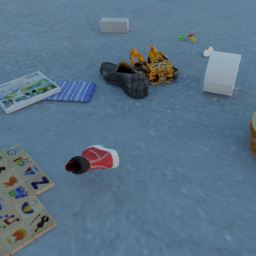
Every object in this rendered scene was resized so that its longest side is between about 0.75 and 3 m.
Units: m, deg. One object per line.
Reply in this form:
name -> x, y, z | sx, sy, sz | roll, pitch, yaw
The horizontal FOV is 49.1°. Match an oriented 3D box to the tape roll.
tape roll -> 3.119, -1.813, 9.304 | 0.931, 1.356, 1.356 | 15, 39, 19

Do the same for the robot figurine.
robot figurine -> 0.918, -2.396, 10.675 | 1.702, 0.683, 2.347 | -11, 37, -13

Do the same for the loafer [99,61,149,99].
loafer -> -0.162, -1.947, 9.865 | 0.912, 0.906, 2.506 | -26, 43, -31

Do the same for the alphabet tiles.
alphabet tiles -> -2.797, 1.490, 5.837 | 2.343, 0.106, 2.802 | -27, 44, -33

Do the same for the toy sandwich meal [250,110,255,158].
toy sandwich meal -> 4.420, 0.395, 6.672 | 2.999, 1.027, 2.999 | 4, 36, -3

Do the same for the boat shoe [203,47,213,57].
boat shoe -> 3.501, -3.340, 12.423 | 0.819, 0.298, 0.253 | -45, 11, -36

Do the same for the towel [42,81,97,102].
towel -> -1.996, -1.239, 9.561 | 1.679, 0.200, 1.216 | 3, 38, 7

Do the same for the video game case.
video game case -> -3.470, -1.257, 9.396 | 1.869, 0.206, 1.704 | -29, 44, -27

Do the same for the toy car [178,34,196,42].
toy car -> 2.926, -4.473, 13.954 | 0.840, 0.199, 0.892 | 1, 35, 2

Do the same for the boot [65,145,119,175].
boot -> -0.952, 0.684, 5.917 | 0.998, 0.501, 1.383 | -9, 2, -31

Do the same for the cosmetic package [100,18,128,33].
cosmetic package -> -0.713, -5.510, 15.019 | 1.490, 0.672, 0.796 | 6, 37, 3
